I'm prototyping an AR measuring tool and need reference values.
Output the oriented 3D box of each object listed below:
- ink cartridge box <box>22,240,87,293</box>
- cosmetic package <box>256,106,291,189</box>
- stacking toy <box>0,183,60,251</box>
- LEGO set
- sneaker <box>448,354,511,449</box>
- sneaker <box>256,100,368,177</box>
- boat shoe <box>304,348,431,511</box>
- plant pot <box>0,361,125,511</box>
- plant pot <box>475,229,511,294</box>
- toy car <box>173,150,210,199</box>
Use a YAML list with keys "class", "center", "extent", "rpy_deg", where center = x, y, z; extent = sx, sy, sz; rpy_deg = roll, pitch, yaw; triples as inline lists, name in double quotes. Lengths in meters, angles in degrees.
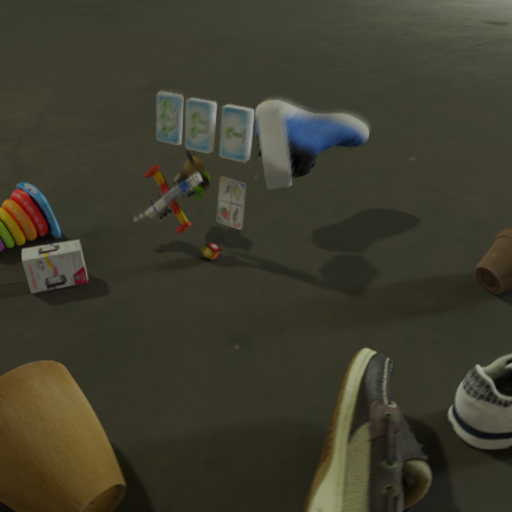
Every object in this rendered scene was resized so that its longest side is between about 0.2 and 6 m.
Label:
- class: "ink cartridge box"
  center: [-3.004, 0.159, 8.388]
  extent: [0.840, 0.620, 0.360]
  rpy_deg: [-12, 34, -17]
- class: "cosmetic package"
  center: [0.278, -1.654, 8.582]
  extent: [0.396, 0.563, 1.111]
  rpy_deg: [-8, 73, 4]
- class: "stacking toy"
  center: [-4.205, -0.411, 9.244]
  extent: [0.961, 0.908, 1.655]
  rpy_deg: [30, 55, 34]
- class: "LEGO set"
  center: [-1.020, -1.167, 8.729]
  extent: [1.838, 2.461, 0.604]
  rpy_deg: [19, 26, 28]
- class: "sneaker"
  center: [3.263, 1.455, 6.122]
  extent: [2.283, 0.919, 0.872]
  rpy_deg: [-8, 32, -15]
- class: "sneaker"
  center: [0.991, -1.873, 9.729]
  extent: [2.136, 1.188, 0.820]
  rpy_deg: [8, -16, -25]
- class: "boat shoe"
  center: [1.076, 1.984, 5.083]
  extent: [0.958, 1.082, 2.957]
  rpy_deg: [8, 33, 16]
- class: "plant pot"
  center: [-1.907, 1.906, 5.269]
  extent: [1.375, 1.281, 1.281]
  rpy_deg: [35, 45, 25]
- class: "plant pot"
  center: [3.700, 0.150, 8.314]
  extent: [0.778, 0.892, 0.892]
  rpy_deg: [-32, 42, -14]
- class: "toy car"
  center: [-1.116, -1.454, 9.443]
  extent: [0.625, 0.793, 0.651]
  rpy_deg: [2, 33, 7]
